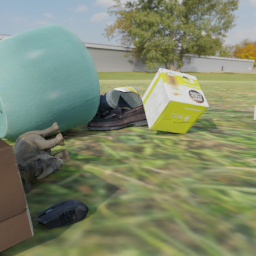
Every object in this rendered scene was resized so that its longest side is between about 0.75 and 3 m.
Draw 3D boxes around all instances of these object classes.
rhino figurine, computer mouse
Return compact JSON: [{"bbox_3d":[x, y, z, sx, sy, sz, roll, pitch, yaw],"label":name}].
[{"bbox_3d":[-1.553,0.497,4.912,0.977,0.668,2.236,-21,18,-13],"label":"rhino figurine"},{"bbox_3d":[-1.129,1.070,3.339,1.350,0.230,0.396,-7,15,-26],"label":"computer mouse"}]

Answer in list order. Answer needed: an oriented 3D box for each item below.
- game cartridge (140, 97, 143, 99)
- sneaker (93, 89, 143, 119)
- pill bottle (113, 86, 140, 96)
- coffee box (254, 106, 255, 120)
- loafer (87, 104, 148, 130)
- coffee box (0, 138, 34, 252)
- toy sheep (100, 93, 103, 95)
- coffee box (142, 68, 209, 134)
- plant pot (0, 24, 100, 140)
[{"bbox_3d":[0.492,-1.212,11.926,0.837,0.171,0.557,14,25,21],"label":"game cartridge"},{"bbox_3d":[-0.508,-0.745,9.988,1.566,0.824,2.167,-19,-17,34],"label":"sneaker"},{"bbox_3d":[-0.243,-1.316,12.632,1.047,1.047,1.831,6,13,25],"label":"pill bottle"},{"bbox_3d":[5.340,-0.599,10.386,0.803,0.567,1.421,11,16,42],"label":"coffee box"},{"bbox_3d":[-0.219,-0.410,9.028,2.381,0.750,0.856,-7,13,-30],"label":"loafer"},{"bbox_3d":[-2.294,0.602,3.258,1.445,1.021,2.557,-18,20,-35],"label":"coffee box"},{"bbox_3d":[-1.768,-1.619,14.684,0.858,0.858,1.244,2,14,7],"label":"toy sheep"},{"bbox_3d":[1.263,-0.712,7.809,1.223,1.225,1.211,7,49,-23],"label":"coffee box"},{"bbox_3d":[-2.610,-1.023,7.333,2.952,2.952,2.369,11,29,41],"label":"plant pot"}]
